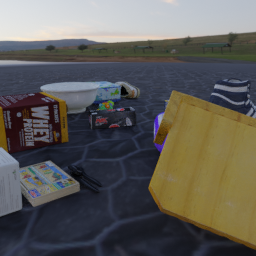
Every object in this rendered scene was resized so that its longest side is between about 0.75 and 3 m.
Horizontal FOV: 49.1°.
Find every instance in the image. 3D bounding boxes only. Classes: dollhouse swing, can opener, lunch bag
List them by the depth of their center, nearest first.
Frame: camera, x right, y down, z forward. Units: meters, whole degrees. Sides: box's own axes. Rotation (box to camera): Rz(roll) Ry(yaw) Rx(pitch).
[{"bbox_3d":[1.691,0.881,5.645,2.616,2.300,2.377,20,-16,6],"label":"dollhouse swing"},{"bbox_3d":[-0.966,1.152,6.240,1.036,0.328,0.407,29,6,36],"label":"can opener"},{"bbox_3d":[-1.660,-1.966,15.394,1.928,0.989,2.398,-9,19,-30],"label":"lunch bag"}]

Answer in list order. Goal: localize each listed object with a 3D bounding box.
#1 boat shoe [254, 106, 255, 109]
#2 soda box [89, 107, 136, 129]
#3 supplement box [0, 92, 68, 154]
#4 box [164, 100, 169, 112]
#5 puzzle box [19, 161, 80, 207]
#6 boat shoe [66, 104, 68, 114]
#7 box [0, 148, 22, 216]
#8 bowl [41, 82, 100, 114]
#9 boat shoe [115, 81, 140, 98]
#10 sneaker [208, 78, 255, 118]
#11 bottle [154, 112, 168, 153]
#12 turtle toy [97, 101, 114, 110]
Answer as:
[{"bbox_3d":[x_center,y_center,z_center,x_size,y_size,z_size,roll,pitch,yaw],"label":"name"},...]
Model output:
[{"bbox_3d":[5.305,-0.551,11.595,1.878,0.676,0.582,19,0,40],"label":"boat shoe"},{"bbox_3d":[-0.586,-0.386,10.754,1.784,0.631,0.565,-6,20,-17],"label":"soda box"},{"bbox_3d":[-3.329,-0.269,9.091,2.077,1.379,2.048,-11,20,-33],"label":"supplement box"},{"bbox_3d":[2.714,-0.499,10.715,0.967,0.887,2.760,-14,23,-39],"label":"box"},{"bbox_3d":[-1.919,1.185,6.306,1.042,0.199,1.566,-14,22,-37],"label":"puzzle box"},{"bbox_3d":[-3.800,-0.739,11.040,2.788,0.994,0.899,-10,35,-27],"label":"boat shoe"},{"bbox_3d":[-2.647,1.046,5.328,0.882,1.030,1.025,-10,20,-39],"label":"box"},{"bbox_3d":[-2.658,-1.397,13.138,2.680,1.205,2.680,0,17,0],"label":"bowl"},{"bbox_3d":[-0.301,-2.314,16.781,0.791,0.865,2.313,-6,17,-38],"label":"boat shoe"},{"bbox_3d":[2.861,-0.493,6.909,2.210,1.199,0.774,14,3,-29],"label":"sneaker"},{"bbox_3d":[1.344,0.270,8.071,1.189,0.929,2.846,5,17,3],"label":"bottle"},{"bbox_3d":[-0.976,-0.972,12.953,0.717,0.498,0.984,7,18,23],"label":"turtle toy"}]
